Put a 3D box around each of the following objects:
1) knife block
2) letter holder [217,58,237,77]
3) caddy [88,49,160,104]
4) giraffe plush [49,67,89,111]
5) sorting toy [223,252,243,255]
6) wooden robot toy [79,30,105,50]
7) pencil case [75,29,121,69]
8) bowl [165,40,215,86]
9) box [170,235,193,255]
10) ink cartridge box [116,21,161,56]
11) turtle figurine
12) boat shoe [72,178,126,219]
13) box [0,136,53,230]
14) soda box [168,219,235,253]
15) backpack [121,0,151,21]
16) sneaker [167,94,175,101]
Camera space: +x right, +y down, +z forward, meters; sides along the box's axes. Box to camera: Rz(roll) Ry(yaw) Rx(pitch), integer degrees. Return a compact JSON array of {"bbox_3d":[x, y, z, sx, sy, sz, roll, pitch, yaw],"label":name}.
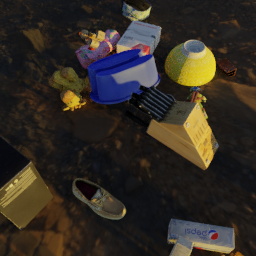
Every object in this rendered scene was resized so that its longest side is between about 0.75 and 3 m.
[{"bbox_3d":[1.260,-0.071,9.181,2.584,2.943,0.942,9,54,47],"label":"knife block"},{"bbox_3d":[4.288,-2.630,12.360,0.560,0.396,0.788,-22,57,-13],"label":"letter holder"},{"bbox_3d":[-0.174,-1.955,11.217,2.976,1.562,2.104,-24,35,-15],"label":"caddy"},{"bbox_3d":[-2.287,-1.406,11.132,1.629,1.405,1.321,16,59,-33],"label":"giraffe plush"},{"bbox_3d":[2.646,4.152,7.605,1.741,0.237,0.980,-32,65,-21],"label":"sorting toy"},{"bbox_3d":[-1.489,-3.361,10.502,0.734,0.712,1.617,16,6,-28],"label":"wooden robot toy"},{"bbox_3d":[-1.323,-3.622,12.716,0.979,0.979,2.238,36,61,23],"label":"pencil case"},{"bbox_3d":[2.767,-3.053,12.155,2.274,1.224,2.274,0,54,1],"label":"bowl"},{"bbox_3d":[1.380,3.490,7.618,0.458,0.964,0.375,26,16,15],"label":"box"},{"bbox_3d":[0.516,-3.968,13.026,1.458,0.850,2.015,19,57,13],"label":"ink cartridge box"},{"bbox_3d":[2.629,-0.884,11.056,0.942,1.308,1.269,-1,72,-28],"label":"turtle figurine"},{"bbox_3d":[-0.955,2.190,8.742,1.942,0.645,0.719,23,58,16],"label":"boat shoe"},{"bbox_3d":[-3.861,1.321,8.257,2.688,2.448,1.399,33,61,21],"label":"box"},{"bbox_3d":[2.078,3.122,8.095,1.803,0.615,0.572,8,55,5],"label":"soda box"},{"bbox_3d":[0.455,-6.173,14.497,1.359,0.999,1.244,36,60,13],"label":"backpack"},{"bbox_3d":[1.403,-0.686,10.712,0.686,0.792,1.914,17,56,12],"label":"sneaker"}]
